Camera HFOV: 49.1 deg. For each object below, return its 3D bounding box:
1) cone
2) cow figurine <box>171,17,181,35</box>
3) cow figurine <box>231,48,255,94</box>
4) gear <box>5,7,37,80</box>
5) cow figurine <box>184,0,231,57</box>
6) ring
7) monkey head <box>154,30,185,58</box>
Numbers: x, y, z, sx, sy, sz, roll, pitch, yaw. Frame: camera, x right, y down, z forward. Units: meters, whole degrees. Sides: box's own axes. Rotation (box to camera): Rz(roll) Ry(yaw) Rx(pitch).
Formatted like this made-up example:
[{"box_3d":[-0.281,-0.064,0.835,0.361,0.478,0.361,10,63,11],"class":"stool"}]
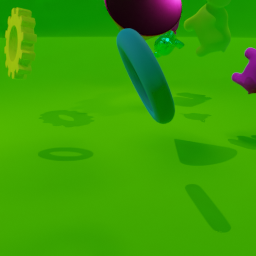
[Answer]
[{"box_3d":[0.179,-2.218,6.085,1.534,1.534,1.540,-4,-16,-11],"class":"cone"},{"box_3d":[1.264,-4.516,11.254,1.743,1.716,0.957,6,27,45],"class":"cow figurine"},{"box_3d":[3.428,-1.403,6.739,0.834,1.519,1.494,5,31,-34],"class":"cow figurine"},{"box_3d":[-3.369,-2.577,8.678,0.387,2.092,2.092,-1,17,-36],"class":"gear"},{"box_3d":[1.920,-2.392,6.066,0.827,1.506,1.482,-29,9,-27],"class":"cow figurine"},{"box_3d":[0.243,-0.710,3.972,0.287,1.436,1.436,-27,22,0],"class":"ring"},{"box_3d":[1.287,-2.580,8.837,0.895,0.750,1.244,27,-13,-14],"class":"monkey head"}]
